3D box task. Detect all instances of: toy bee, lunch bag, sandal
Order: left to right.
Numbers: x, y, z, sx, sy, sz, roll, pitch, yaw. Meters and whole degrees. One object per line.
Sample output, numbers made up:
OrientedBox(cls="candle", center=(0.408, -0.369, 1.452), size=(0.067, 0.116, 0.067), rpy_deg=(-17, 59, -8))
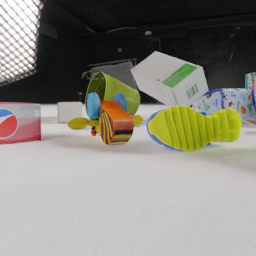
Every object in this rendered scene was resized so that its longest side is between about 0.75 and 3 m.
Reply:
OrientedBox(cls="toy bee", center=(-0.515, -0.248, 7.195), size=(1.792, 1.488, 2.737), rpy_deg=(8, 31, -3))
OrientedBox(cls="sandal", center=(1.331, 0.037, 6.011), size=(2.364, 0.939, 1.029), rpy_deg=(3, -6, -33))
OrientedBox(cls="lunch bag", center=(3.495, -0.807, 11.088), size=(1.959, 1.427, 2.304), rpy_deg=(-3, -7, -29))

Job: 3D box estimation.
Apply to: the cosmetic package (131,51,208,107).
OrientedBox(cls="cosmetic package", center=(0.929, -1.123, 6.562), size=(0.899, 0.709, 1.671), rpy_deg=(-40, 41, -11))

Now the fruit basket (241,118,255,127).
OrientedBox(cls="fruit basket", center=(3.437, 0.058, 4.386), size=(2.217, 1.122, 2.394), rpy_deg=(-1, 9, -13))

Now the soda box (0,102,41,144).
OrientedBox(cls="soda box", center=(-3.451, -0.105, 6.352), size=(2.768, 0.969, 0.878), rpy_deg=(-5, 8, -38))

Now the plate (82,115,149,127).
OrientedBox(cls="plate", center=(-0.465, -0.241, 10.422), size=(2.150, 0.347, 2.145), rpy_deg=(-3, 8, -23))

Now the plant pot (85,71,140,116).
OrientedBox(cls="plant pot", center=(-0.680, -1.471, 14.304), size=(2.239, 2.326, 2.326), rpy_deg=(10, 1, -31))

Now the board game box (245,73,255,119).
OrientedBox(cls="board game box", center=(6.128, -1.348, 12.056), size=(0.958, 2.199, 2.981), rpy_deg=(-2, 6, 0))

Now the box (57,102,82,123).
OrientedBox(cls="box", center=(-2.508, -0.703, 12.261), size=(1.030, 0.843, 2.170), rpy_deg=(-1, 6, -11))
